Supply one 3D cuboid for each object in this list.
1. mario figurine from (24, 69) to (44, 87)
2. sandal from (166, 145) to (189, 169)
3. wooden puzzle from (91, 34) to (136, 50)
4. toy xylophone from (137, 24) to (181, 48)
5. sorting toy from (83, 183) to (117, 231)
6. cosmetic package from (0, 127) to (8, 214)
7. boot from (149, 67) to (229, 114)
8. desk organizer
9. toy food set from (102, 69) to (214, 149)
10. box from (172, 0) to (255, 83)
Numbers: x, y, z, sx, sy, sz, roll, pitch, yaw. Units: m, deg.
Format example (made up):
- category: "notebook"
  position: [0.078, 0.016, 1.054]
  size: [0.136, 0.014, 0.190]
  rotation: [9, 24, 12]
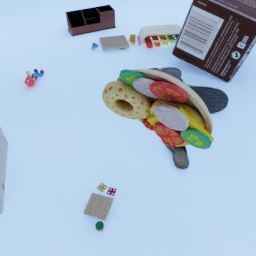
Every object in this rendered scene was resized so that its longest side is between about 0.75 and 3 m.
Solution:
- category: "mario figurine"
  position: [-3.417, -1.893, 10.136]
  size: [0.615, 0.528, 0.997]
  rotation: [-22, 29, 27]
- category: "sandal"
  position: [1.374, 0.538, 7.851]
  size: [0.551, 0.368, 1.349]
  rotation: [-5, 45, -5]
- category: "wooden puzzle"
  position: [-0.581, -3.698, 12.190]
  size: [2.009, 0.235, 1.355]
  rotation: [-4, 41, -5]
- category: "toy xylophone"
  position: [1.518, -3.930, 12.152]
  size: [2.253, 0.566, 1.650]
  rotation: [0, 45, 0]
- category: "sorting toy"
  position: [-0.675, 1.857, 6.660]
  size: [0.565, 0.198, 1.171]
  rotation: [12, 47, 11]
- category: "cosmetic package"
  position: [-3.663, 0.898, 6.888]
  size: [1.056, 1.251, 2.343]
  rotation: [-9, 48, -7]
- category: "boot"
  position: [1.820, -1.440, 9.451]
  size: [2.880, 1.005, 1.896]
  rotation: [7, 40, 0]
- category: "desk organizer"
  position: [-1.714, -5.031, 13.044]
  size: [2.211, 0.851, 0.793]
  rotation: [-18, 48, -17]
- category: "toy food set"
  position: [0.575, -0.309, 5.190]
  size: [2.092, 2.071, 0.509]
  rotation: [41, 68, -15]
- category: "box"
  position: [3.566, -3.830, 10.399]
  size: [2.457, 2.482, 2.992]
  rotation: [29, 51, 9]
